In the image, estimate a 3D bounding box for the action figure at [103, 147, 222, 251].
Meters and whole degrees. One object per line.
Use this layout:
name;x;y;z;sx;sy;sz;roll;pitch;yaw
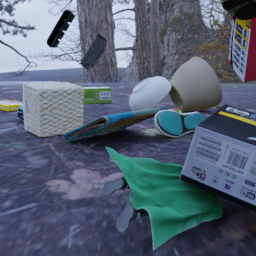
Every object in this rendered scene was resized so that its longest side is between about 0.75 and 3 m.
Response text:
action figure;0.611;0.839;3.386;1.946;0.532;1.150;13;42;-43

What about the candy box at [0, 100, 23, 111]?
candy box;-6.030;-1.173;14.542;1.294;0.334;2.532;-13;17;-40

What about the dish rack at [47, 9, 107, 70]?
dish rack;-1.526;-2.650;8.612;1.640;1.258;0.447;37;14;7

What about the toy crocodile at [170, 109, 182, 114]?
toy crocodile;1.837;-0.582;11.268;0.505;0.462;1.497;6;12;26

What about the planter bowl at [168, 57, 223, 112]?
planter bowl;2.939;-1.820;13.266;1.722;2.558;2.558;-29;16;-7

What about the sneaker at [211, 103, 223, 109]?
sneaker;4.506;-1.327;14.662;0.434;0.581;1.294;-5;12;-23

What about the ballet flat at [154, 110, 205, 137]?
ballet flat;1.434;-0.104;8.521;2.360;0.819;0.819;-5;11;-43

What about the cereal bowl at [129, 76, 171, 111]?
cereal bowl;0.868;-1.648;12.735;2.124;0.884;2.124;-34;18;13

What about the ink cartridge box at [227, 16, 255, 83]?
ink cartridge box;3.834;-2.710;8.256;1.022;2.438;2.140;-9;38;3

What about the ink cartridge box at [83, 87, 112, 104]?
ink cartridge box;-2.134;-2.123;17.765;1.832;0.939;2.478;-4;11;-15

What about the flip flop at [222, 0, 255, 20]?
flip flop;2.872;-2.713;5.677;0.945;0.671;2.330;38;0;-24

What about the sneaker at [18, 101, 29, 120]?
sneaker;-3.465;-0.521;10.506;1.177;1.025;2.616;-28;20;-24

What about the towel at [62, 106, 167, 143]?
towel;-0.291;-0.120;7.890;1.885;0.279;2.571;-21;-6;41

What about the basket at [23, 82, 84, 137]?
basket;-2.279;-0.602;8.713;1.577;1.563;1.268;-8;18;-38

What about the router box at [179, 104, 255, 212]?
router box;2.261;0.528;3.476;2.724;0.711;2.141;22;19;22
